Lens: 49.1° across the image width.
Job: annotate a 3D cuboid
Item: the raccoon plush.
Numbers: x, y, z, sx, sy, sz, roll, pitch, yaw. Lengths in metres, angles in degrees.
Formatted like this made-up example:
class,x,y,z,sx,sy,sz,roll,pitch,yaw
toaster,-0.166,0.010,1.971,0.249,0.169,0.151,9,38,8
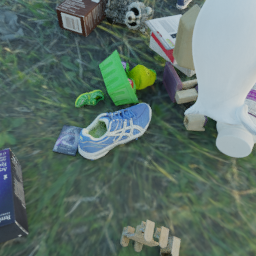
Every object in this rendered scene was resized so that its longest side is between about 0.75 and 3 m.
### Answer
class,x,y,z,sx,sy,sz,roll,pitch,yaw
raccoon plush,0.313,-4.926,11.139,1.815,1.310,2.709,22,57,5

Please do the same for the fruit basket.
class,x,y,z,sx,sy,sz,roll,pitch,yaw
fruit basket,0.091,-1.631,8.898,1.738,1.254,1.738,-9,59,15

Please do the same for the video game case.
class,x,y,z,sx,sy,sz,roll,pitch,yaw
video game case,-1.689,0.349,8.097,0.670,0.089,0.939,11,57,7

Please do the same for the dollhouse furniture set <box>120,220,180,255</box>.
class,x,y,z,sx,sy,sz,roll,pitch,yaw
dollhouse furniture set,0.506,2.588,6.012,1.119,1.028,0.728,28,53,-17

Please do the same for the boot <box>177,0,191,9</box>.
class,x,y,z,sx,sy,sz,roll,pitch,yaw
boot,2.526,-5.783,12.000,0.546,0.678,1.502,19,57,13

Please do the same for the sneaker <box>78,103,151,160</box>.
class,x,y,z,sx,sy,sz,roll,pitch,yaw
sneaker,-0.291,-0.034,7.837,2.469,0.951,0.935,-35,60,-23

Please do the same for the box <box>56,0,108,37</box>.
class,x,y,z,sx,sy,sz,roll,pitch,yaw
box,-1.550,-4.902,11.238,1.297,0.970,2.589,22,56,15

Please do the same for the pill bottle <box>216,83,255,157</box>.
class,x,y,z,sx,sy,sz,roll,pitch,yaw
pill bottle,3.216,-0.286,7.849,1.219,1.219,2.171,23,58,15

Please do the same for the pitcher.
class,x,y,z,sx,sy,sz,roll,pitch,yaw
pitcher,2.336,-1.308,5.708,1.652,2.725,2.338,-10,26,-34

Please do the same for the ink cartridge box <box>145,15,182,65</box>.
class,x,y,z,sx,sy,sz,roll,pitch,yaw
ink cartridge box,1.428,-2.834,8.965,1.412,0.674,1.608,-16,55,-18

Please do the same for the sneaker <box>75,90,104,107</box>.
class,x,y,z,sx,sy,sz,roll,pitch,yaw
sneaker,-1.194,-0.894,8.792,0.975,0.361,0.408,-26,55,-17

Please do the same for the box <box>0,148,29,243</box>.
class,x,y,z,sx,sy,sz,roll,pitch,yaw
box,-3.274,1.674,6.599,1.447,1.020,1.955,-15,56,-11

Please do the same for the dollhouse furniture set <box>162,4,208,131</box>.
class,x,y,z,sx,sy,sz,roll,pitch,yaw
dollhouse furniture set,2.473,-1.734,7.881,2.047,2.884,2.285,-12,54,-10

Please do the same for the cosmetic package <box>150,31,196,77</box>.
class,x,y,z,sx,sy,sz,roll,pitch,yaw
cosmetic package,1.834,-2.822,9.899,1.049,0.737,2.069,-33,61,-21
